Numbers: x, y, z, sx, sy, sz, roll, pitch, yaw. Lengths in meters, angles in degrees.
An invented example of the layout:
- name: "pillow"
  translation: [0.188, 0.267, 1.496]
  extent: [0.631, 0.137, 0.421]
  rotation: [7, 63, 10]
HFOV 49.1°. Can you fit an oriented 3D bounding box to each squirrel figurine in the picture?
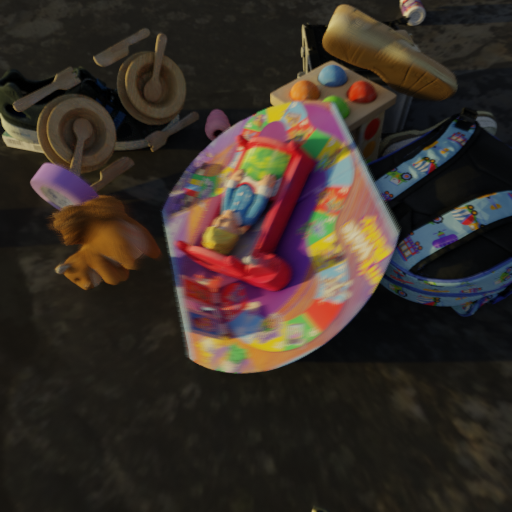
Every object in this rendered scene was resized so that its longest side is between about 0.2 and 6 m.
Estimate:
- name: "squirrel figurine"
  translation: [-2.505, -0.178, 8.723]
  extent: [1.344, 1.440, 1.019]
  rotation: [-26, 9, 21]

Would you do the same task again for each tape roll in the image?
- name: "tape roll"
  translation: [-3.262, -1.080, 9.607]
  extent: [1.128, 1.128, 0.370]
  rotation: [21, 68, 16]

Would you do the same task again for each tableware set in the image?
- name: "tableware set"
  translation: [-2.498, -2.695, 10.231]
  extent: [3.107, 2.054, 0.623]
  rotation: [-41, 23, -22]

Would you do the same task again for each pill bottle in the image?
- name: "pill bottle"
  translation: [3.925, -6.259, 14.137]
  extent: [0.492, 0.492, 0.883]
  rotation: [-3, 52, -2]

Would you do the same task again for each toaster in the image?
- name: "toaster"
  translation: [2.106, -3.733, 11.545]
  extent: [2.411, 1.431, 2.180]
  rotation: [-2, 52, -2]

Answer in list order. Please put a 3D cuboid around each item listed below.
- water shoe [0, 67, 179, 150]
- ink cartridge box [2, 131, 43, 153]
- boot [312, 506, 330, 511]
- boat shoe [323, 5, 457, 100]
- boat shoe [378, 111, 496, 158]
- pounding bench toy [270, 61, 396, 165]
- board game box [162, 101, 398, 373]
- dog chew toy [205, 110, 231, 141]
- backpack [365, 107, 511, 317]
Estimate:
- name: "water shoe"
  translation: [-3.114, -2.844, 10.705]
  extent: [3.375, 1.332, 1.207]
  rotation: [-6, 51, -17]
- name: "ink cartridge box"
  translation: [-4.341, -2.653, 11.418]
  extent: [1.051, 0.327, 1.306]
  rotation: [11, 54, 8]
- name: "boot"
  translation: [-0.046, 3.520, 6.155]
  extent: [2.695, 0.973, 2.035]
  rotation: [36, 57, 21]
- name: "boat shoe"
  translation: [2.269, -3.311, 9.080]
  extent: [2.351, 0.838, 0.759]
  rotation: [24, 77, -10]
- name: "boat shoe"
  translation: [3.528, -2.031, 10.635]
  extent: [2.337, 0.873, 0.799]
  rotation: [-18, 57, -3]
- name: "pounding bench toy"
  translation: [0.961, -1.983, 9.782]
  extent: [2.487, 1.940, 1.545]
  rotation: [-35, 57, -24]
- name: "board game box"
  translation: [-0.116, -0.615, 8.186]
  extent: [3.517, 0.867, 4.451]
  rotation: [-31, 54, 20]
- name: "dog chew toy"
  translation: [-0.774, -2.665, 11.320]
  extent: [0.519, 0.519, 0.833]
  rotation: [-3, 43, -3]
- name: "backpack"
  translation: [2.833, -0.428, 8.507]
  extent: [3.092, 2.080, 2.823]
  rotation: [-27, 56, -21]
